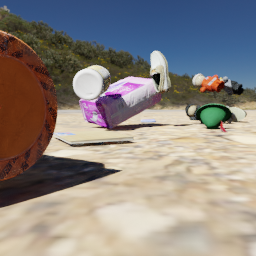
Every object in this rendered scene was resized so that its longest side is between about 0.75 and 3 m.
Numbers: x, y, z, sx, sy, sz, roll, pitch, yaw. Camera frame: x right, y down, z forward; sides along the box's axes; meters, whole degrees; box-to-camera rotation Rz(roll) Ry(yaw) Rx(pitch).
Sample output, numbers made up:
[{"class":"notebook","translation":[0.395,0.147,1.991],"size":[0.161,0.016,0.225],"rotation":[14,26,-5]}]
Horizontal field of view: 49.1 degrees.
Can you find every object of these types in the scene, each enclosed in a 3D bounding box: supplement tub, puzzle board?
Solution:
[{"class":"supplement tub","translation":[-1.677,-0.172,2.398],"size":[2.077,1.273,1.273],"rotation":[1,4,35]},{"class":"supplement tub","translation":[-0.868,-1.166,7.106],"size":[0.770,0.770,1.067],"rotation":[1,19,10]},{"class":"puzzle board","translation":[-0.737,0.182,5.341],"size":[1.148,0.133,1.524],"rotation":[-3,5,-26]}]

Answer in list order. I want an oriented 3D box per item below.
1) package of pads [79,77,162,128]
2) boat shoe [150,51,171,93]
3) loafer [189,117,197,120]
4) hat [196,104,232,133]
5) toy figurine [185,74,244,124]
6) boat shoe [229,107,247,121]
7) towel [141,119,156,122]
[{"class":"package of pads","translation":[-0.183,-0.859,8.666],"size":[1.390,0.873,2.307],"rotation":[13,34,44]},{"class":"boat shoe","translation":[0.909,-1.672,8.341],"size":[0.444,1.299,0.486],"rotation":[-14,-4,-39]},{"class":"loafer","translation":[3.450,-0.643,12.469],"size":[0.618,0.639,1.819],"rotation":[-3,5,-35]},{"class":"hat","translation":[2.390,-0.002,7.843],"size":[1.001,1.063,1.208],"rotation":[-9,-33,29]},{"class":"toy figurine","translation":[3.113,-1.046,10.236],"size":[1.767,1.795,1.249],"rotation":[-3,21,-33]},{"class":"boat shoe","translation":[4.463,-0.609,12.176],"size":[0.525,0.613,1.676],"rotation":[-12,5,-29]},{"class":"towel","translation":[0.834,-0.303,11.622],"size":[0.622,0.103,0.860],"rotation":[-1,5,3]}]
